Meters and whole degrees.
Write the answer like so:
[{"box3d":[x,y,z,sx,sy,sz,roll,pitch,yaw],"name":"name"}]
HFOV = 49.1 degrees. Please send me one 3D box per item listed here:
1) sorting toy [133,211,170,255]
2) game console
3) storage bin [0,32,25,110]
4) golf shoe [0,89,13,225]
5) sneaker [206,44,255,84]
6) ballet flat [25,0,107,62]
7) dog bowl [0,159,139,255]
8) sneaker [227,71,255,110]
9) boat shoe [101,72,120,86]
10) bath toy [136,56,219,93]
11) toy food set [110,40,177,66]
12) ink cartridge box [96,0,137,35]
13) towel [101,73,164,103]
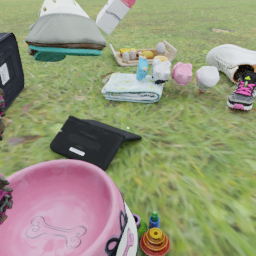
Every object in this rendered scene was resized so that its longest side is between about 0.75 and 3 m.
[{"box3d":[0.274,1.553,4.353,0.939,0.385,0.564,26,40,37],"name":"sorting toy"},{"box3d":[-0.733,0.339,6.620,1.619,0.942,1.424,18,65,28],"name":"game console"},{"box3d":[-4.163,-1.576,8.135,1.302,1.878,2.778,-1,31,-1],"name":"storage bin"},{"box3d":[-1.240,0.137,1.877,0.720,1.564,0.568,22,34,12],"name":"golf shoe"},{"box3d":[3.762,-2.293,10.194,1.206,1.037,2.848,-39,33,-17],"name":"sneaker"},{"box3d":[-0.796,-1.095,3.087,0.701,0.663,2.081,-3,12,-25],"name":"ballet flat"},{"box3d":[-1.059,1.392,3.920,2.371,0.874,2.371,-4,34,3],"name":"dog bowl"},{"box3d":[3.548,-1.194,8.486,0.729,0.864,1.976,18,35,27],"name":"sneaker"},{"box3d":[-0.609,-1.816,10.150,0.383,0.330,1.050,-2,20,28],"name":"boat shoe"},{"box3d":[1.583,-1.726,9.051,2.596,0.960,1.129,10,59,-1],"name":"bath toy"},{"box3d":[0.591,-3.443,12.319,2.641,0.798,1.895,-6,31,-9],"name":"toy food set"},{"box3d":[-0.420,-4.089,9.621,0.622,1.503,1.101,34,29,-24],"name":"ink cartridge box"},{"box3d":[0.206,-1.370,9.198,1.865,0.449,1.596,5,32,9],"name":"towel"}]
